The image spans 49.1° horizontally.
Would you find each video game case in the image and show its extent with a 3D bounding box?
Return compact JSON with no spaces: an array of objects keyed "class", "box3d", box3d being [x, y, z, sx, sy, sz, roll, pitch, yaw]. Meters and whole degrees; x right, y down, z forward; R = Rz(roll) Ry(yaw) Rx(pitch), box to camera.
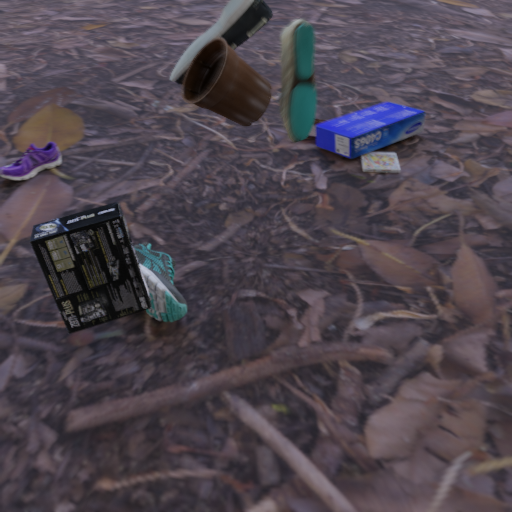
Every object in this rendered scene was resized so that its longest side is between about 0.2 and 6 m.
[{"class":"video game case","box3d":[3.396,-2.575,15.380,0.972,0.122,1.068,2,36,4]}]

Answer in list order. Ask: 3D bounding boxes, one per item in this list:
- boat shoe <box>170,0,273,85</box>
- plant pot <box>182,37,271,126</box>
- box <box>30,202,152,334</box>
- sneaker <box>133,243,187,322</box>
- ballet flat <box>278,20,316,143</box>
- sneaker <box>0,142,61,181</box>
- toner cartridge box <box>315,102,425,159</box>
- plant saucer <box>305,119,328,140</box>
[{"class":"boat shoe","box3d":[-0.821,-4.745,12.660,2.766,0.834,1.046,-35,36,29]},{"class":"plant pot","box3d":[-0.521,-3.400,11.311,1.396,1.410,1.410,23,21,-37]},{"class":"box","box3d":[-2.429,0.178,8.379,1.311,1.601,0.689,-18,27,-9]},{"class":"sneaker","box3d":[-1.920,0.357,10.742,1.095,0.932,2.401,-23,43,-34]},{"class":"ballet flat","box3d":[0.828,-3.612,11.743,0.826,2.449,0.764,-2,11,-34]},{"class":"sneaker","box3d":[-6.042,-2.552,14.829,0.714,0.739,1.772,23,43,29]},{"class":"toner cartridge box","box3d":[3.352,-3.722,16.400,3.090,0.667,1.468,-24,38,-29]},{"class":"plant saucer","box3d":[1.785,-3.834,17.039,1.334,0.214,1.334,-1,36,0]}]
